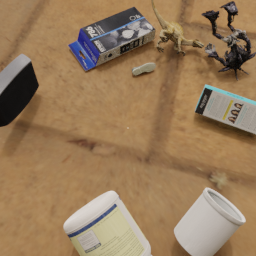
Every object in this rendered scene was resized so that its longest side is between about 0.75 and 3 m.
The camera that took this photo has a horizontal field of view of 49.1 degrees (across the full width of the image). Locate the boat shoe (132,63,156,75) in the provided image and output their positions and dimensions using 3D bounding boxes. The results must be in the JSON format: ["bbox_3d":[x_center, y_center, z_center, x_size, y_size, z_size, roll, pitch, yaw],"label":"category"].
[{"bbox_3d":[0.499,-1.943,9.048,0.808,0.294,0.250,-21,37,-8],"label":"boat shoe"}]

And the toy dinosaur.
[{"bbox_3d":[1.344,-3.121,9.151,2.406,0.700,1.216,36,64,-15],"label":"toy dinosaur"}]

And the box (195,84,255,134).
[{"bbox_3d":[2.916,-0.514,7.823,1.908,0.785,0.469,22,24,9],"label":"box"}]

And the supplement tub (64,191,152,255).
[{"bbox_3d":[-0.343,2.375,5.793,1.296,1.296,1.788,-32,87,-17],"label":"supplement tub"}]

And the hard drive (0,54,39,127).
[{"bbox_3d":[-3.080,-1.012,7.604,0.393,1.253,1.857,13,50,12],"label":"hard drive"}]

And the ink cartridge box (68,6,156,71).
[{"bbox_3d":[-0.563,-3.065,9.461,2.747,0.539,1.366,-30,68,-15],"label":"ink cartridge box"}]

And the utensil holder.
[{"bbox_3d":[1.691,2.041,5.955,1.003,1.003,1.181,41,104,20],"label":"utensil holder"}]

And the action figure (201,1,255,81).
[{"bbox_3d":[3.162,-2.684,8.785,1.359,2.287,1.167,-24,27,7],"label":"action figure"}]
